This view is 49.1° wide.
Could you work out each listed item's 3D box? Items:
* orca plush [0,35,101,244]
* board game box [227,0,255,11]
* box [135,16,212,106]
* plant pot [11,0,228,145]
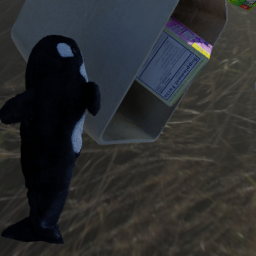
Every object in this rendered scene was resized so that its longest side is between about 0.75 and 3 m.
[{"bbox_3d":[-0.991,0.015,2.783,1.152,0.778,2.189,14,88,41],"label":"orca plush"},{"bbox_3d":[2.315,-4.220,7.478,2.611,0.622,1.327,12,64,-16],"label":"board game box"},{"bbox_3d":[0.371,-1.419,4.549,1.801,0.871,1.585,38,28,1],"label":"box"},{"bbox_3d":[-0.183,-1.592,4.848,2.513,2.839,2.835,33,99,18],"label":"plant pot"}]
